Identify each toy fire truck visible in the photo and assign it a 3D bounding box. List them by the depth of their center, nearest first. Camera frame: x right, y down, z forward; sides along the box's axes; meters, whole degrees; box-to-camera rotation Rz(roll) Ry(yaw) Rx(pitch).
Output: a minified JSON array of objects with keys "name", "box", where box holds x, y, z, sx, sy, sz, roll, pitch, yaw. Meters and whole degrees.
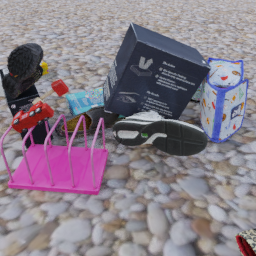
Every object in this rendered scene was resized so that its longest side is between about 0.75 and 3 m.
[{"name":"toy fire truck","box":[-2.490,-0.631,7.952,1.646,0.401,1.161,-25,40,14]}]

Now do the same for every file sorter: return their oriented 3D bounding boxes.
[{"name":"file sorter","box":[-2.061,0.629,8.292,2.652,1.663,1.843,3,36,5]}]

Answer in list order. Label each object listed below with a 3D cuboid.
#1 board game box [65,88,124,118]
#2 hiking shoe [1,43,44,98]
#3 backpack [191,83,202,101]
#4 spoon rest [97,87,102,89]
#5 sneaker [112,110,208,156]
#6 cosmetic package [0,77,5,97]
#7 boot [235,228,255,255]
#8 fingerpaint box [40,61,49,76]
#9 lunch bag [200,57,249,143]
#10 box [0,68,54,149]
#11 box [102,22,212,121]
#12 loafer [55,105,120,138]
[{"name":"board game box","box":[-1.168,-0.956,11.438,2.372,0.557,1.790,-14,38,-18]},{"name":"hiking shoe","box":[-2.897,-1.778,8.098,0.810,2.139,1.077,47,42,-7]},{"name":"backpack","box":[3.223,-1.769,12.167,1.657,1.049,1.383,0,38,5]},{"name":"spoon rest","box":[-0.884,-1.684,12.605,1.309,0.397,0.650,-4,36,-7]},{"name":"sneaker","box":[1.121,-0.084,8.664,2.887,1.090,1.661,8,29,26]},{"name":"cosmetic package","box":[-5.137,-1.871,12.488,1.502,0.848,0.610,0,35,2]},{"name":"boot","box":[3.727,2.925,5.827,1.936,0.925,2.563,-14,37,-12]},{"name":"fingerpaint box","box":[-5.070,-3.106,14.428,1.541,0.565,1.286,30,45,35]},{"name":"lunch bag","box":[3.420,-1.037,10.161,1.619,2.222,2.614,7,35,17]},{"name":"box","box":[-3.694,-0.876,10.122,1.075,1.924,2.726,-18,40,-18]},{"name":"box","box":[0.860,-1.729,9.892,2.734,2.780,1.632,15,35,-20]},{"name":"loafer","box":[-1.338,-0.235,9.974,2.453,0.893,0.887,-23,7,-17]}]
